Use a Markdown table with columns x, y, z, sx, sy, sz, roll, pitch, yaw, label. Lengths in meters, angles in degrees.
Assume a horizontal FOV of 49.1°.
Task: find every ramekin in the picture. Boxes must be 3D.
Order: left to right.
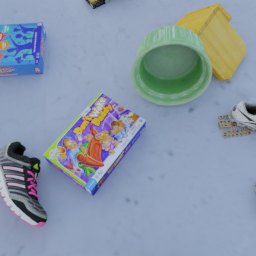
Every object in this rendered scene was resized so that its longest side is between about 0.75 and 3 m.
| x | y | z | sx | sy | sz | roll | pitch | yaw | label |
| --- | --- | --- | --- | --- | --- | --- | --- | --- | --- |
| 1.372 | -2.031 | 9.094 | 2.507 | 2.507 | 1.224 | 4 | 49 | 2 | ramekin |

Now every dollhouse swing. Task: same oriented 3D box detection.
| x | y | z | sx | sy | sz | roll | pitch | yaw | label |
| --- | --- | --- | --- | --- | --- | --- | --- | --- | --- |
| 2.889 | -3.062 | 10.750 | 2.172 | 2.101 | 2.390 | 6 | 53 | 51 | dollhouse swing |

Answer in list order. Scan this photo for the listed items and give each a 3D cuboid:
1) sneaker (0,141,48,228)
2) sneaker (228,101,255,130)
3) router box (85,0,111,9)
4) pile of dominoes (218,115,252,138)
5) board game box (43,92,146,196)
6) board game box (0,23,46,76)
| x | y | z | sx | sy | sz | roll | pitch | yaw | label |
| --- | --- | --- | --- | --- | --- | --- | --- | --- | --- |
| -2.977 | 1.468 | 8.059 | 1.257 | 1.060 | 2.873 | -38 | 64 | -11 | sneaker |
| 4.492 | -0.311 | 9.003 | 2.213 | 0.979 | 0.820 | 14 | 61 | 0 | sneaker |
| -1.320 | -5.619 | 12.156 | 0.903 | 0.236 | 0.710 | -33 | 67 | -15 | router box |
| 3.609 | -0.122 | 9.380 | 1.109 | 0.177 | 0.864 | -7 | 63 | -3 | pile of dominoes |
| -0.980 | 0.419 | 8.848 | 1.877 | 0.625 | 2.792 | 32 | 67 | 15 | board game box |
| -4.607 | -2.956 | 10.573 | 2.782 | 0.626 | 2.115 | -5 | 63 | -2 | board game box |
